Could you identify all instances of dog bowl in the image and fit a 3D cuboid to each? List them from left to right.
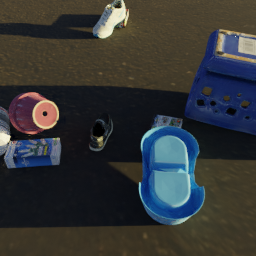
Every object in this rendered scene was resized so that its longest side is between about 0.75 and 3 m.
[{"bbox_3d":[1.036,1.146,7.072,1.502,0.668,2.694,3,49,2],"label":"dog bowl"}]

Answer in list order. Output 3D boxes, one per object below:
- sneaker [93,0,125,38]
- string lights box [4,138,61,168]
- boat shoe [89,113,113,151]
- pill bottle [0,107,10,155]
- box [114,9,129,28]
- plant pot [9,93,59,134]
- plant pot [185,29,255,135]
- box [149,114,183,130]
[{"bbox_3d":[-1.081,-5.950,15.201,1.016,1.072,2.655,25,64,15],"label":"sneaker"},{"bbox_3d":[-2.685,0.713,8.020,1.422,0.419,0.731,-4,40,-5],"label":"string lights box"},{"bbox_3d":[-0.830,-0.012,8.811,0.588,0.554,1.638,4,39,7],"label":"boat shoe"},{"bbox_3d":[-4.030,0.084,8.411,0.887,0.887,1.531,-12,42,-14],"label":"pill bottle"},{"bbox_3d":[-0.666,-6.646,16.858,1.231,0.388,2.238,3,40,4],"label":"box"},{"bbox_3d":[-2.605,-0.402,8.009,1.092,1.220,1.220,7,34,45],"label":"plant pot"},{"bbox_3d":[3.469,-1.631,9.103,2.573,2.314,2.574,14,46,10],"label":"plant pot"},{"bbox_3d":[1.097,0.266,8.647,0.967,0.305,1.756,11,41,12],"label":"box"}]
